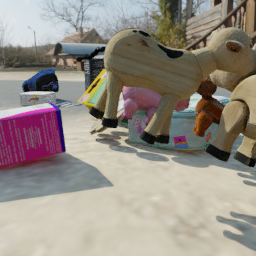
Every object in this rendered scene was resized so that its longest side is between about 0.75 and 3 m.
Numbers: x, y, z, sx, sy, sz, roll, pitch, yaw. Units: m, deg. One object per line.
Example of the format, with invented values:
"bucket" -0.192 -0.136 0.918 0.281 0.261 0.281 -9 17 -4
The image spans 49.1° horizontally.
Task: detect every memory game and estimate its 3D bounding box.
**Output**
"memory game" -0.053 -0.529 6.248 2.062 0.131 2.062 -37 13 10

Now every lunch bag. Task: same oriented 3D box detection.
"lunch bag" 1.140 -0.232 6.169 1.866 0.897 2.326 11 17 39

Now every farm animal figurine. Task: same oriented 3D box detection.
"farm animal figurine" 1.286 -0.336 3.167 2.790 1.471 2.821 30 15 35

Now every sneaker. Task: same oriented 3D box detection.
"sneaker" -4.019 -1.765 12.763 0.969 1.076 2.763 -13 -3 -40

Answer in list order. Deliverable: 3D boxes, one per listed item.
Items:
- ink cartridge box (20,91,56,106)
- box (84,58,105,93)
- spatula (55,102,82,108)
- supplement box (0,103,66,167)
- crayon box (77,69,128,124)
"ink cartridge box" -3.475 -1.146 10.876 1.122 0.468 0.814 3 14 13
"box" -1.143 -1.831 10.970 0.938 1.752 1.300 -4 14 -17
"spatula" -2.304 -0.892 10.724 0.701 0.081 1.008 11 18 21
"supplement box" -1.928 0.115 4.685 1.554 0.803 0.787 -11 17 -24
"crayon box" -0.228 -0.965 8.105 2.360 0.609 1.484 15 63 45
